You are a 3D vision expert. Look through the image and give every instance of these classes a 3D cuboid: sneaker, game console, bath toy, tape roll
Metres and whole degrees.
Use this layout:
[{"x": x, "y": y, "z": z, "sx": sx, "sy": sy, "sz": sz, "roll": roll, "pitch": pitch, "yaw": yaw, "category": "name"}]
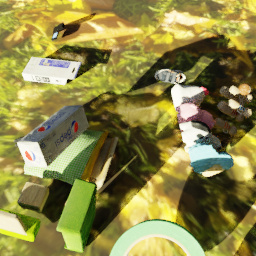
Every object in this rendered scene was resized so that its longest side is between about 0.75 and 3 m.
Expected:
[{"x": 1.215, "y": -1.443, "z": 7.851, "sx": 0.898, "sy": 0.352, "sz": 0.357, "roll": -7, "pitch": 40, "yaw": -19, "category": "sneaker"}, {"x": -2.514, "y": -3.404, "z": 9.941, "sx": 0.489, "sy": 0.100, "sz": 0.830, "roll": -17, "pitch": 49, "yaw": 29, "category": "game console"}, {"x": 1.769, "y": -0.130, "z": 6.988, "sx": 0.997, "sy": 1.173, "sz": 2.698, "roll": -14, "pitch": 44, "yaw": 10, "category": "bath toy"}, {"x": 0.501, "y": 2.387, "z": 4.650, "sx": 1.661, "sy": 0.399, "sz": 1.661, "roll": -2, "pitch": 77, "yaw": 8, "category": "tape roll"}]

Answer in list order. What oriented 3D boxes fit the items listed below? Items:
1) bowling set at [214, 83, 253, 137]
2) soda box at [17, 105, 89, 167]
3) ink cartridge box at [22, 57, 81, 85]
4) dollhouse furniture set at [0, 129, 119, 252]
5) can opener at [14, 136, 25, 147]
[{"x": 2.934, "y": -0.591, "z": 7.265, "sx": 0.823, "sy": 1.067, "sz": 1.533, "roll": 29, "pitch": 60, "yaw": -11, "category": "bowling set"}, {"x": -1.547, "y": 0.119, "z": 6.096, "sx": 0.554, "sy": 0.596, "sz": 1.747, "roll": -1, "pitch": 29, "yaw": 24, "category": "soda box"}, {"x": -2.326, "y": -1.768, "z": 8.714, "sx": 1.667, "sy": 0.327, "sz": 0.829, "roll": 8, "pitch": 52, "yaw": 8, "category": "ink cartridge box"}, {"x": -1.410, "y": 0.784, "z": 5.921, "sx": 1.920, "sy": 1.471, "sz": 2.931, "roll": 13, "pitch": 53, "yaw": 4, "category": "dollhouse furniture set"}, {"x": -2.464, "y": 0.262, "z": 7.186, "sx": 0.892, "sy": 0.283, "sz": 0.350, "roll": -27, "pitch": 17, "yaw": -26, "category": "can opener"}]
